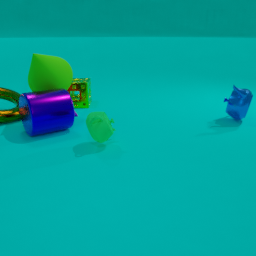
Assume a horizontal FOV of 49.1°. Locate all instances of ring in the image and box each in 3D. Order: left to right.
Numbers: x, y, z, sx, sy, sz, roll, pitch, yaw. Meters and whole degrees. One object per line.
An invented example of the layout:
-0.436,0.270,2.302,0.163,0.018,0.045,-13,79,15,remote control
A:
-4.343,-0.805,9.218,2.084,0.417,2.084,15,28,-8,ring

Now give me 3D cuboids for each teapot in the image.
-0.632,-0.051,6.952,0.634,0.805,1.294,-24,-20,5,teapot
3.433,-0.814,8.824,0.799,1.632,1.015,20,67,20,teapot

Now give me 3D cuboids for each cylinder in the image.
-2.296,-0.465,7.912,1.195,1.195,1.195,-13,24,-33,cylinder

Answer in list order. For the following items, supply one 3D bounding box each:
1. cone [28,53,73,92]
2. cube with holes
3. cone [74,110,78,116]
-2.466,-1.781,8.084,1.434,1.434,1.440,1,-15,3,cone
-1.944,-1.348,10.707,0.965,0.965,0.965,0,20,0,cube with holes
-2.230,-0.708,9.483,1.248,1.243,1.243,29,23,2,cone
